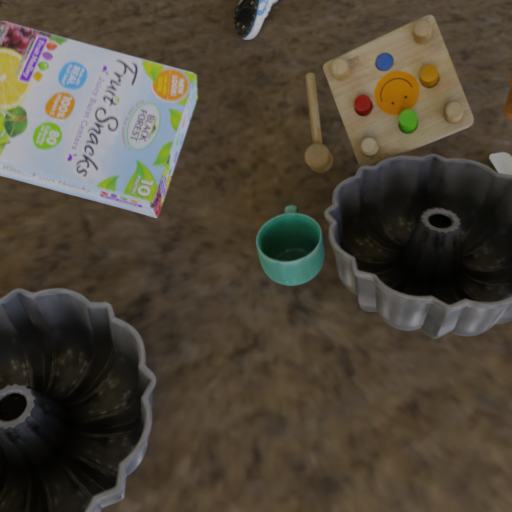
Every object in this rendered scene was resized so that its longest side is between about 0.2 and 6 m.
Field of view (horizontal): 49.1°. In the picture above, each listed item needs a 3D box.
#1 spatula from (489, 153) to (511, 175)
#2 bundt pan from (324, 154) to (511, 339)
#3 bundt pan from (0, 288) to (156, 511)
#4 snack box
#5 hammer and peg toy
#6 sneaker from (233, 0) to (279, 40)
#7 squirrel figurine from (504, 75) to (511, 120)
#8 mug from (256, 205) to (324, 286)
[{"bbox_3d":[3.855,-0.845,8.798,1.367,0.158,1.966,-12,54,-10],"label":"spatula"},{"bbox_3d":[2.355,-0.078,7.477,2.941,1.104,2.941,-1,44,1],"label":"bundt pan"},{"bbox_3d":[-2.514,1.864,6.142,2.971,1.115,2.971,0,52,0],"label":"bundt pan"},{"bbox_3d":[-1.994,-1.538,6.316,2.306,0.611,1.640,16,76,0],"label":"snack box"},{"bbox_3d":[1.737,-2.340,8.475,2.508,0.884,1.844,-20,85,16],"label":"hammer and peg toy"},{"bbox_3d":[0.135,-5.509,11.959,0.887,0.880,2.448,29,58,-31],"label":"sneaker"},{"bbox_3d":[4.008,-2.145,7.178,1.319,1.000,1.414,30,13,26],"label":"squirrel figurine"},{"bbox_3d":[0.545,-0.102,7.801,0.903,0.680,1.099,25,58,29],"label":"mug"}]
